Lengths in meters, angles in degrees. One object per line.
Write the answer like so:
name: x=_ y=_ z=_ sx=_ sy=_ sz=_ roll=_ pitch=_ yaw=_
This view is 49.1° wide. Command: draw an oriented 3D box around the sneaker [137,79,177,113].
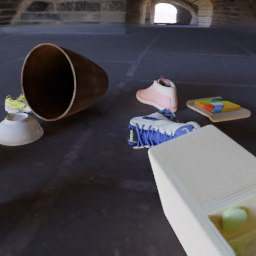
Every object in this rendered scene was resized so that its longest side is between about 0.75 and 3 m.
sneaker: x=1.221 y=-1.594 z=11.918 sx=0.911 sy=1.265 sz=2.420 roll=-17 pitch=29 yaw=-27

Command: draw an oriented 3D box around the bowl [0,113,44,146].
bowl: x=-3.648 y=-0.063 z=9.349 sx=1.530 sy=0.687 sz=1.530 roll=0 pitch=26 yaw=0

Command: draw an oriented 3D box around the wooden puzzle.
wooden puzzle: x=3.640 y=-0.862 z=11.389 sx=1.821 sy=0.367 sz=1.969 roll=-8 pitch=27 yaw=-17

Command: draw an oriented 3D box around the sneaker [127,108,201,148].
sneaker: x=0.909 y=0.281 z=8.284 sx=1.658 sy=1.160 sz=2.871 roll=-12 pitch=21 yaw=-16

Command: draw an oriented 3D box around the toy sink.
toy sink: x=1.616 y=1.403 z=4.608 sx=1.516 sy=1.764 sz=2.706 roll=-21 pitch=28 yaw=-7

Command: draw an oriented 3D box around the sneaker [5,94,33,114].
sneaker: x=-4.025 y=-1.018 z=11.339 sx=1.819 sy=0.695 sz=0.686 roll=-7 pitch=24 yaw=-17

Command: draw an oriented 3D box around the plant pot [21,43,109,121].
plant pot: x=-2.171 y=-1.818 z=11.246 sx=2.745 sy=2.745 sz=2.937 roll=15 pitch=15 yaw=28
